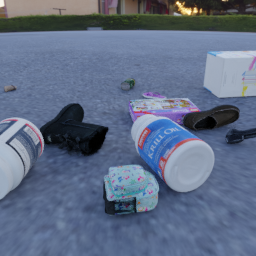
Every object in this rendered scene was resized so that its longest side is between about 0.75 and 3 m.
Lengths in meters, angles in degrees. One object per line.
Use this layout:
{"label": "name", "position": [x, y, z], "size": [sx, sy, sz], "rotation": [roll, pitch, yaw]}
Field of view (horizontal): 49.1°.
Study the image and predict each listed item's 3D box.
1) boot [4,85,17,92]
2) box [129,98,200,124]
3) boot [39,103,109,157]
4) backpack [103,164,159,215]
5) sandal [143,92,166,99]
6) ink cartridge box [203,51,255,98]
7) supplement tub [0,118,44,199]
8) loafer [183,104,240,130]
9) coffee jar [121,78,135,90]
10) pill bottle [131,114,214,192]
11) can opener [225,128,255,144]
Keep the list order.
{"label": "boot", "position": [-5.791, -1.959, 13.822], "size": [0.561, 0.270, 0.768], "rotation": [-6, 25, -18]}
{"label": "box", "position": [1.320, -0.627, 10.520], "size": [2.433, 0.476, 1.665], "rotation": [-3, 23, -6]}
{"label": "boot", "position": [-1.468, -0.013, 8.721], "size": [1.832, 0.827, 2.236], "rotation": [9, 32, 24]}
{"label": "backpack", "position": [0.073, 1.273, 5.881], "size": [1.130, 0.851, 1.003], "rotation": [1, 24, -11]}
{"label": "sandal", "position": [1.227, -1.516, 12.753], "size": [1.242, 0.305, 0.505], "rotation": [18, 30, 35]}
{"label": "ink cartridge box", "position": [5.429, -2.632, 13.362], "size": [2.928, 1.833, 1.882], "rotation": [-4, 24, -8]}
{"label": "supplement tub", "position": [-2.900, 0.666, 6.541], "size": [1.327, 1.327, 1.891], "rotation": [2, 24, 5]}
{"label": "loafer", "position": [2.920, -0.239, 9.498], "size": [2.018, 0.737, 0.720], "rotation": [-13, 30, -6]}
{"label": "coffee jar", "position": [0.021, -2.228, 14.218], "size": [0.517, 0.423, 0.992], "rotation": [7, 25, 18]}
{"label": "pill bottle", "position": [0.953, 0.472, 7.050], "size": [1.286, 1.286, 2.291], "rotation": [-10, 25, -22]}
{"label": "can opener", "position": [3.627, 0.203, 8.476], "size": [1.328, 0.421, 0.522], "rotation": [-13, 55, 16]}
